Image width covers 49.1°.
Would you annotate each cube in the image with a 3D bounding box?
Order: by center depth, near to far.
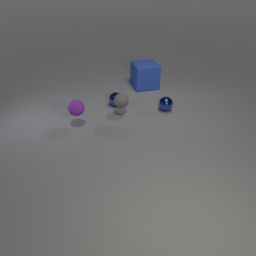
[{"bbox_3d":[0.980,-3.042,16.087,1.400,1.400,1.400,-7,32,-14],"label":"cube"}]

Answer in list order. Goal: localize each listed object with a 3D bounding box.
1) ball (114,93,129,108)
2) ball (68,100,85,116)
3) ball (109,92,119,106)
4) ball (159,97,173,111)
[{"bbox_3d":[-0.313,-1.260,13.008,0.700,0.700,0.700,0,31,0],"label":"ball"},{"bbox_3d":[-2.183,-0.848,11.832,0.700,0.700,0.700,0,31,0],"label":"ball"},{"bbox_3d":[-0.615,-1.448,14.084,0.700,0.700,0.700,0,31,0],"label":"ball"},{"bbox_3d":[1.847,-1.179,13.666,0.700,0.700,0.700,0,31,0],"label":"ball"}]
